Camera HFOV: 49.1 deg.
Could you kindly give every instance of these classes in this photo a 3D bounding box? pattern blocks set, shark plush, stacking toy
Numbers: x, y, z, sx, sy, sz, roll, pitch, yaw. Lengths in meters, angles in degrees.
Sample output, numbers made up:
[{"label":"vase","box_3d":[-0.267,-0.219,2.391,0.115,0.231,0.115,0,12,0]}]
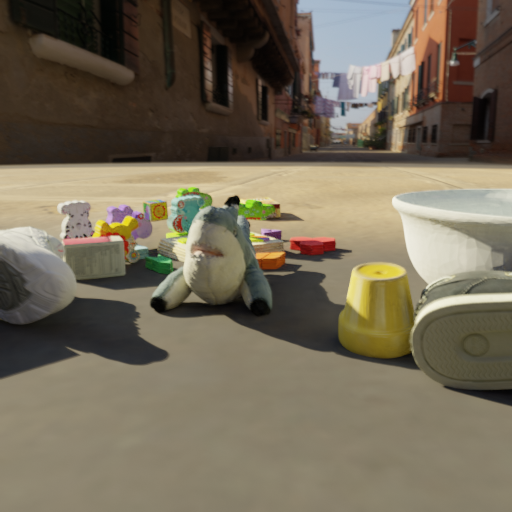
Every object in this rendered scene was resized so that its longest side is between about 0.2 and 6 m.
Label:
[{"label":"pattern blocks set","box_3d":[-0.653,-0.200,10.994,3.364,0.310,3.828,11,16,42]},{"label":"shark plush","box_3d":[-0.236,-0.198,8.229,1.575,1.444,3.467,4,13,18]},{"label":"stacking toy","box_3d":[-1.971,-0.719,11.664,3.840,0.902,2.895,-12,18,-31]}]

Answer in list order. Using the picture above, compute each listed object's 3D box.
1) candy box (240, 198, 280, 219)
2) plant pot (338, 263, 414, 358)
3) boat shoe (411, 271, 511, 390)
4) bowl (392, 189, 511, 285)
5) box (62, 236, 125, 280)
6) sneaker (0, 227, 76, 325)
[{"label":"candy box","box_3d":[0.091,-1.388,16.228,0.918,0.440,1.591,-3,13,-10]},{"label":"plant pot","box_3d":[1.333,0.543,6.072,0.878,0.826,0.878,-2,17,1]},{"label":"boat shoe","box_3d":[3.097,0.628,5.009,3.245,1.165,1.097,2,16,19]},{"label":"bowl","box_3d":[3.350,0.053,6.913,3.358,1.509,3.358,1,12,0]},{"label":"box","box_3d":[-2.669,0.026,9.195,0.946,0.605,0.515,-5,13,-21]},{"label":"sneaker","box_3d":[-3.083,0.047,7.469,2.905,1.132,1.443,11,23,40]}]
